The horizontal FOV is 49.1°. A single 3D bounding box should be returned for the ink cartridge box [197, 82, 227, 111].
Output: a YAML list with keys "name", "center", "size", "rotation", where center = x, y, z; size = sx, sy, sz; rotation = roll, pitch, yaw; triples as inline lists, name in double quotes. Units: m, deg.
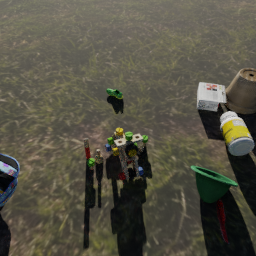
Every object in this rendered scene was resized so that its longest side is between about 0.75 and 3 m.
- name: "ink cartridge box"
  center: [3.608, -1.345, 12.140]
  size: [1.127, 0.538, 1.283]
  rotation: [8, 46, 8]

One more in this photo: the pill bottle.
- name: "pill bottle"
  center: [3.969, 0.165, 10.389]
  size: [0.890, 0.890, 1.599]
  rotation: [-2, 45, -2]

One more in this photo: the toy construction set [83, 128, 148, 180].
- name: "toy construction set"
  center: [-0.411, 0.589, 9.387]
  size: [2.219, 1.705, 1.850]
  rotation: [1, 45, 2]

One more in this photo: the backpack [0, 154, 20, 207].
- name: "backpack"
  center: [-4.299, 1.650, 8.537]
  size: [2.060, 1.386, 1.881]
  rotation: [13, 46, 14]

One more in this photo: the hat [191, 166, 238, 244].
- name: "hat"
  center: [2.459, 2.227, 8.779]
  size: [1.518, 1.613, 1.833]
  rotation: [19, 3, 3]

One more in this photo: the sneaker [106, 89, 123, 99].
- name: "sneaker"
  center: [-0.580, -1.603, 12.522]
  size: [0.883, 0.369, 0.327]
  rotation: [24, 51, 23]

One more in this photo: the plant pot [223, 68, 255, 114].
- name: "plant pot"
  center: [5.010, -1.663, 11.830]
  size: [1.672, 1.450, 1.672]
  rotation: [1, 45, -1]
